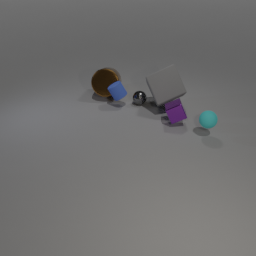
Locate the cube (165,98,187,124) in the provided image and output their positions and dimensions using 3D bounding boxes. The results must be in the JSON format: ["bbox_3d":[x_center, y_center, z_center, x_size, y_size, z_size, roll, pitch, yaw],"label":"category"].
[{"bbox_3d":[2.016,-0.718,11.832,0.700,0.700,0.700,-22,24,15],"label":"cube"}]

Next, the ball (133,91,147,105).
[{"bbox_3d":[0.578,-1.495,13.862,0.700,0.700,0.700,0,29,0],"label":"ball"}]

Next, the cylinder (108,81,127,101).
[{"bbox_3d":[-0.501,-1.773,13.366,0.700,0.700,0.700,-28,22,12],"label":"cylinder"}]

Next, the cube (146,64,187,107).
[{"bbox_3d":[1.738,-1.923,12.998,1.400,1.400,1.400,-24,-1,5],"label":"cube"}]

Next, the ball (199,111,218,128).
[{"bbox_3d":[3.125,-0.331,10.906,0.700,0.700,0.700,0,29,0],"label":"ball"}]

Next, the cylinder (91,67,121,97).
[{"bbox_3d":[-1.092,-2.392,14.467,1.400,1.400,1.400,2,15,3],"label":"cylinder"}]
